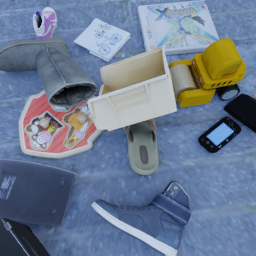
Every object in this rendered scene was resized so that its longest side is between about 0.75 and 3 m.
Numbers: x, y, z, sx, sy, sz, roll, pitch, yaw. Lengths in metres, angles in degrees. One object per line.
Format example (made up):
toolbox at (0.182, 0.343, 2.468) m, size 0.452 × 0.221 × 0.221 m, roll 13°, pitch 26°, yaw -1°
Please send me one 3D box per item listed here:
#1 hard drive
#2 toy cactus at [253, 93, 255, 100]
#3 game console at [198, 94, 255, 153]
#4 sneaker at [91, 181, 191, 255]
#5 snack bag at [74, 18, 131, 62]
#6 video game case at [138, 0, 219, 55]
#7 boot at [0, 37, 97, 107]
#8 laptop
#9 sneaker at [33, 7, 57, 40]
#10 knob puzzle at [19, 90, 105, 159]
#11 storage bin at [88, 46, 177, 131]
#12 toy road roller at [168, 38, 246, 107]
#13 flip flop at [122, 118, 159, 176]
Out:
hard drive at (-2.553, 1.653, 7.179) m, size 2.224 × 0.471 × 1.500 m, roll 9°, pitch 63°, yaw 5°
toy cactus at (4.277, -0.714, 8.094) m, size 0.896 × 1.753 × 1.446 m, roll -18°, pitch 26°, yaw -26°
game console at (3.071, -0.039, 8.062) m, size 2.256 × 0.272 × 1.330 m, roll -36°, pitch 55°, yaw -13°
sneaker at (0.412, 1.847, 6.768) m, size 2.270 × 0.863 × 1.641 m, roll 27°, pitch 76°, yaw 3°
snack bag at (-0.930, -3.128, 9.865) m, size 1.568 × 0.168 × 1.478 m, roll 29°, pitch 65°, yaw 13°
video game case at (1.774, -3.623, 10.051) m, size 2.577 × 0.284 × 2.349 m, roll -6°, pitch 63°, yaw -3°
boot at (-2.535, -1.579, 8.324) m, size 2.578 × 1.029 × 2.835 m, roll -20°, pitch 55°, yaw -11°
laptop at (-2.327, 2.970, 5.615) m, size 1.210 × 2.088 × 1.955 m, roll -41°, pitch 70°, yaw -15°
sneaker at (-2.903, -3.845, 9.794) m, size 0.617 × 0.971 × 1.704 m, roll -2°, pitch 61°, yaw 0°
knob puzzle at (-2.033, -0.245, 8.157) m, size 2.902 × 0.402 × 2.902 m, roll 0°, pitch 62°, yaw 0°
storage bin at (0.117, -1.072, 7.404) m, size 2.108 × 0.995 × 2.123 m, roll -16°, pitch 30°, yaw 13°
toy road roller at (2.331, -1.695, 8.268) m, size 2.255 × 1.646 × 1.385 m, roll -11°, pitch 63°, yaw -6°
flip flop at (0.309, 0.057, 7.826) m, size 1.050 × 0.745 × 2.590 m, roll -5°, pitch 57°, yaw -3°
